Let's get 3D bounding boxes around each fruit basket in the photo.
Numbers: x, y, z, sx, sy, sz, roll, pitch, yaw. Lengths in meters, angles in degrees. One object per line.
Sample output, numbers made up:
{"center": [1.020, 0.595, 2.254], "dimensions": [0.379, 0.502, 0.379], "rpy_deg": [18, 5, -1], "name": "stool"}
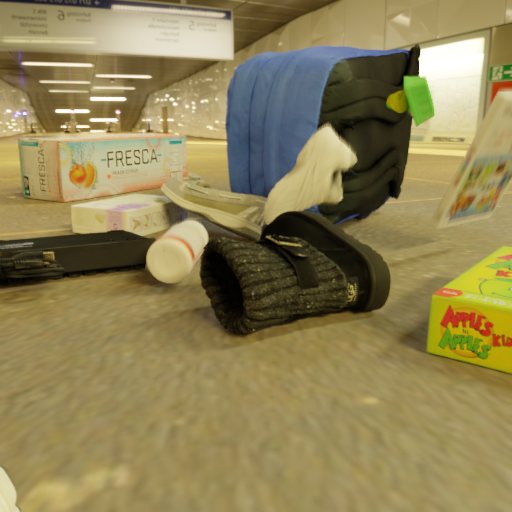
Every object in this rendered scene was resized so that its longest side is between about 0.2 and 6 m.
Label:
{"center": [2.306, -2.343, 8.516], "dimensions": [0.737, 0.737, 0.532], "rpy_deg": [3, 40, 13], "name": "fruit basket"}

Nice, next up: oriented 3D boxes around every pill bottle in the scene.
{"center": [-0.949, -0.085, 6.998], "dimensions": [0.552, 0.552, 1.007], "rpy_deg": [2, 20, 9], "name": "pill bottle"}

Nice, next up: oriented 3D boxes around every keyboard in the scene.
{"center": [-3.256, 0.112, 7.051], "dimensions": [3.887, 0.499, 2.334], "rpy_deg": [-7, 9, -25], "name": "keyboard"}

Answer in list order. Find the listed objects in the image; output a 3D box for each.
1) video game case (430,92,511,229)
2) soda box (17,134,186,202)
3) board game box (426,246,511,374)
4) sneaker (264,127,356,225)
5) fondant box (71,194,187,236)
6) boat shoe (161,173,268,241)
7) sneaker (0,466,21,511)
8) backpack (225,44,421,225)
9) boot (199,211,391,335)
{"center": [3.292, -1.307, 7.771], "dimensions": [1.405, 1.962, 0.177], "rpy_deg": [-12, 43, -37], "name": "video game case"}
{"center": [-4.009, -2.574, 15.545], "dimensions": [1.646, 1.530, 4.813], "rpy_deg": [9, 16, 30], "name": "soda box"}
{"center": [2.661, 0.452, 5.407], "dimensions": [1.193, 0.559, 2.349], "rpy_deg": [10, 17, 36], "name": "board game box"}
{"center": [0.763, -0.919, 7.907], "dimensions": [0.840, 1.690, 0.658], "rpy_deg": [41, 31, 10], "name": "sneaker"}
{"center": [-2.288, -0.760, 10.356], "dimensions": [1.295, 0.523, 1.795], "rpy_deg": [7, 17, 26], "name": "fondant box"}
{"center": [-0.730, -0.969, 9.747], "dimensions": [2.343, 0.751, 0.863], "rpy_deg": [26, 0, 40], "name": "boat shoe"}
{"center": [-2.300, 1.110, 2.002], "dimensions": [2.639, 1.016, 1.120], "rpy_deg": [0, 19, -1], "name": "sneaker"}
{"center": [1.008, -2.236, 10.746], "dimensions": [3.417, 3.309, 4.072], "rpy_deg": [8, 23, 29], "name": "backpack"}
{"center": [0.136, 0.071, 6.254], "dimensions": [1.761, 0.886, 2.355], "rpy_deg": [-7, 16, -24], "name": "boot"}
